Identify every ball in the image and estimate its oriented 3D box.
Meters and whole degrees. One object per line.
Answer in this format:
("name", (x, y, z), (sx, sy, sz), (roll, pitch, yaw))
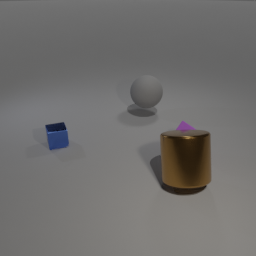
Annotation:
("ball", (0.794, -1.548, 12.011), (1.400, 1.400, 1.400), (0, 28, 0))

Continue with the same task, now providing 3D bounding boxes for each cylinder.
("cylinder", (1.642, 0.825, 7.985), (1.400, 1.400, 1.400), (-3, 7, 0))

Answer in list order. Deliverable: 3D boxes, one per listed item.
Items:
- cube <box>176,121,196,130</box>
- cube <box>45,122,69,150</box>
("cube", (2.004, 0.284, 9.440), (0.700, 0.700, 0.700), (38, 7, 30))
("cube", (-2.566, 0.282, 10.141), (0.700, 0.700, 0.700), (-10, 29, -18))
